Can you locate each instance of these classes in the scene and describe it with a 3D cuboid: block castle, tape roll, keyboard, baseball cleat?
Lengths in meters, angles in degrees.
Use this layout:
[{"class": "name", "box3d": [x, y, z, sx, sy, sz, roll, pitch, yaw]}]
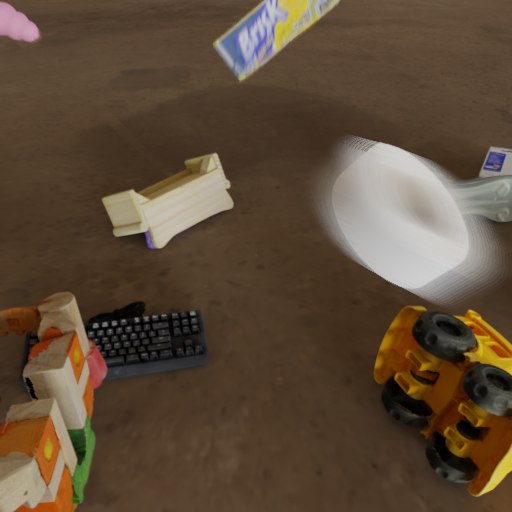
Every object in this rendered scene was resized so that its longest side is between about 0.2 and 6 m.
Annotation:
[{"class": "block castle", "box3d": [-2.748, 1.887, 5.304, 2.225, 1.562, 3.330, -7, 30, 0]}, {"class": "tape roll", "box3d": [1.121, -0.320, 4.337, 1.112, 0.389, 1.112, 22, 48, -27]}, {"class": "keyboard", "box3d": [-1.899, 1.095, 7.621, 2.367, 0.304, 1.421, -6, 33, -10]}, {"class": "baseball cleat", "box3d": [3.946, -1.246, 10.589, 2.797, 0.975, 1.488, -4, 33, -8]}]

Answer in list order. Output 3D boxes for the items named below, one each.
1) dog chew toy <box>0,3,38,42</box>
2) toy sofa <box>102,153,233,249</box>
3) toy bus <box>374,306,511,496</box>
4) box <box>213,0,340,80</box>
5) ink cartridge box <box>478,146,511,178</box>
[{"class": "dog chew toy", "box3d": [-3.431, -3.276, 7.934, 0.705, 0.439, 0.439, 25, 35, -3]}, {"class": "toy sofa", "box3d": [-1.574, -1.006, 10.437, 0.954, 1.124, 2.303, -4, 23, 45]}, {"class": "toy bus", "box3d": [2.567, 1.503, 6.316, 1.817, 1.284, 1.892, 1, 32, -28]}, {"class": "box", "box3d": [0.436, -4.493, 10.668, 2.541, 0.890, 0.817, -36, 14, 15]}, {"class": "ink cartridge box", "box3d": [5.389, -1.897, 12.189, 0.850, 0.333, 1.794, 15, 38, 23]}]
